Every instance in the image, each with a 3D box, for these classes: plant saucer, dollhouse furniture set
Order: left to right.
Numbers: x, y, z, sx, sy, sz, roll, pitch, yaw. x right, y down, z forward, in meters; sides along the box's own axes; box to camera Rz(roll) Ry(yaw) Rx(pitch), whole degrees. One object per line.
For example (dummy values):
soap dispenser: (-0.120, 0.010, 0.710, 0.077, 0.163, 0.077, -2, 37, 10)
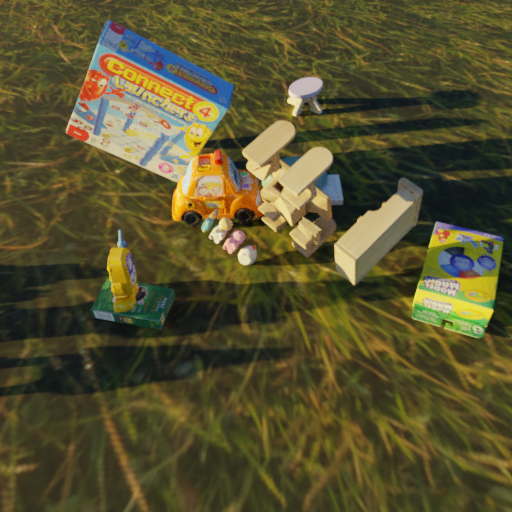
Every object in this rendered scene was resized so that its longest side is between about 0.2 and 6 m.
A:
plant saucer: (0.788, -1.708, 11.692, 1.379, 0.248, 1.379, -6, 42, 6)
dollhouse furniture set: (1.279, -0.991, 9.436, 1.597, 2.254, 2.454, -43, 65, -12)

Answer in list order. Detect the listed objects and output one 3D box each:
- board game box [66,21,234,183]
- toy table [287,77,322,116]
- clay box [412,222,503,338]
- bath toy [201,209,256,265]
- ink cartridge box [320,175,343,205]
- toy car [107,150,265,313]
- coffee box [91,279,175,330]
board game box: (-2.079, -2.785, 10.688, 2.484, 2.433, 0.694, 22, 54, -19)
toy table: (1.198, -3.906, 13.781, 1.057, 0.619, 0.971, -32, 53, -29)
clay box: (3.455, 0.358, 9.561, 1.213, 0.502, 2.111, 15, 46, 16)
bath toy: (-0.414, -0.326, 10.015, 1.130, 0.491, 0.418, 42, 43, -4)
ink cartridge box: (1.324, -1.348, 11.517, 0.846, 0.183, 0.831, -2, 46, 3)
toy car: (-1.049, -0.654, 9.794, 1.899, 1.288, 3.872, 8, 39, 12)
coffee box: (-2.029, 0.793, 9.295, 1.206, 0.265, 0.742, 7, 45, 8)
